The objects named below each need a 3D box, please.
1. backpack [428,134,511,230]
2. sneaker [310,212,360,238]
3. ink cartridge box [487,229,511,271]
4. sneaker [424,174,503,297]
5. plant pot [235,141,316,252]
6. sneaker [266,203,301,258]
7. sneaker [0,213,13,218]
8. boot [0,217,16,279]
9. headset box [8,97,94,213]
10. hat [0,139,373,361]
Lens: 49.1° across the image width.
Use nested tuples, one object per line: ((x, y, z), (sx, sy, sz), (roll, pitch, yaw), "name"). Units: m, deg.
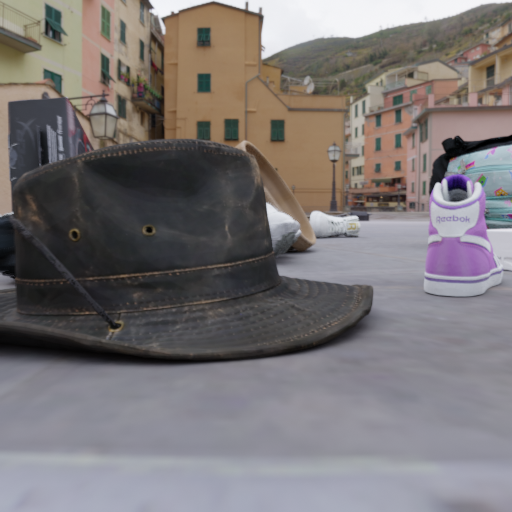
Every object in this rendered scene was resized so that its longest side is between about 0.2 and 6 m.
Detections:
((6.110, -1.390, 12.257), (3.194, 2.423, 3.828), (7, 1, -26), "backpack")
((2.668, -1.027, 18.321), (1.408, 0.897, 2.436), (-1, 2, 23), "sneaker")
((4.207, -0.103, 8.447), (1.414, 0.596, 1.024), (-4, 6, -41), "ink cartridge box")
((2.454, -0.284, 6.540), (0.816, 1.283, 2.251), (0, 3, 22), "sneaker")
((0.058, -1.035, 12.087), (1.238, 2.683, 2.683), (-35, -5, 15), "plant pot")
((0.142, -0.506, 9.737), (1.072, 0.840, 2.157), (43, 1, 5), "sneaker")
((-4.317, -0.238, 9.000), (2.729, 1.024, 1.576), (8, -2, 7), "sneaker")
((-2.223, -0.150, 7.412), (1.937, 0.875, 2.364), (-15, -10, -8), "boot")
((-3.711, -1.442, 10.495), (1.076, 2.132, 2.868), (-7, -14, -5), "headset box")
((-0.856, -0.223, 4.698), (3.626, 1.463, 3.626), (0, 3, 0), "hat")
